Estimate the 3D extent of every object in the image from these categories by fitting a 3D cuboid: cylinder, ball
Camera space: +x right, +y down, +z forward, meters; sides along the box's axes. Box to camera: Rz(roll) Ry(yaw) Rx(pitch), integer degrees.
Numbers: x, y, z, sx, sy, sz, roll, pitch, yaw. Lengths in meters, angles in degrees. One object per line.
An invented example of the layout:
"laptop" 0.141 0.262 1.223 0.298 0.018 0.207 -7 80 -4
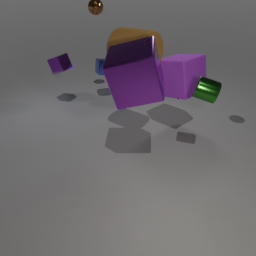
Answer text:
"cylinder" 0.242 -2.604 9.393 1.400 1.400 1.400 19 35 34
"ball" -1.478 -5.528 12.775 0.700 0.700 0.700 0 29 0
"cylinder" 2.474 -1.206 8.818 0.700 0.700 0.700 20 32 4

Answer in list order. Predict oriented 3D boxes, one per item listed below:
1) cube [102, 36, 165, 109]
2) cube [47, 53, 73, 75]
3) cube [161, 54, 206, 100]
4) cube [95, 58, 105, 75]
"cube" 0.217 -1.582 8.033 1.400 1.400 1.400 -10 38 13
"cube" -3.100 -2.937 12.798 0.700 0.700 0.700 -8 22 32
"cube" 2.050 -2.021 10.815 1.400 1.400 1.400 -26 28 -37
"cube" -1.188 -3.028 13.839 0.700 0.700 0.700 -4 23 -22
